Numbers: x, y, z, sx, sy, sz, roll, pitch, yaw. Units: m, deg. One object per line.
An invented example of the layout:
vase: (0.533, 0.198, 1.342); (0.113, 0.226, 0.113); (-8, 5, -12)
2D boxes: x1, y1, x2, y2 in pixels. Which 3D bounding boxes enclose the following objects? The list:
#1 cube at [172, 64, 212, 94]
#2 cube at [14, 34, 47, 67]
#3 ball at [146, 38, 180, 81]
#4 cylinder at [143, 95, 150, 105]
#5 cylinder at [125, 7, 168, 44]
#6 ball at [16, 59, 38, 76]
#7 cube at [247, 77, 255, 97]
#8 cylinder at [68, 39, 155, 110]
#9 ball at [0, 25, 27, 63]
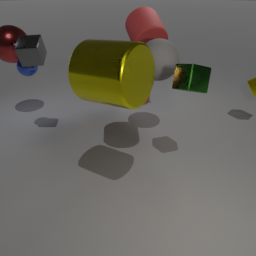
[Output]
cube: (1.733, -1.355, 7.657); (0.700, 0.700, 0.700); (3, 10, -31)
cube: (-3.051, -2.441, 8.852); (0.700, 0.700, 0.700); (-3, 52, 2)
ball: (1.044, -2.312, 9.527); (1.400, 1.400, 1.400); (0, 28, 0)
cylinder: (0.030, -1.523, 8.667); (1.400, 1.400, 1.400); (4, 18, -1)
cylinder: (0.727, -3.838, 11.201); (1.400, 1.400, 1.400); (-8, 56, -15)
ball: (-3.436, -2.115, 9.561); (0.700, 0.700, 0.700); (0, 28, 0)
cube: (5.319, -1.732, 11.214); (0.700, 0.700, 0.700); (-27, -5, 38)
cylinder: (-0.337, -1.202, 6.167); (1.400, 1.400, 1.400); (13, 31, 31)
ball: (-4.468, -3.193, 10.699); (1.400, 1.400, 1.400); (0, 28, 0)
